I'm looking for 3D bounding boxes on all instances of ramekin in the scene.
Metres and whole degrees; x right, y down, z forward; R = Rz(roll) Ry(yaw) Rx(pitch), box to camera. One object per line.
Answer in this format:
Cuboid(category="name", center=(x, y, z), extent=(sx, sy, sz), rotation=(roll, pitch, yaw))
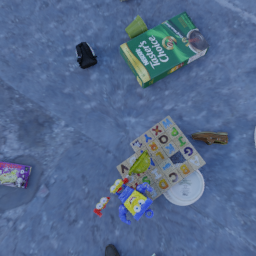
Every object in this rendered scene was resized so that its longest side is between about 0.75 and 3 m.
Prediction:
Cuboid(category="ramekin", center=(1.900, 1.908, 9.572), extent=(1.477, 0.775, 1.477), rotation=(0, 78, 0))

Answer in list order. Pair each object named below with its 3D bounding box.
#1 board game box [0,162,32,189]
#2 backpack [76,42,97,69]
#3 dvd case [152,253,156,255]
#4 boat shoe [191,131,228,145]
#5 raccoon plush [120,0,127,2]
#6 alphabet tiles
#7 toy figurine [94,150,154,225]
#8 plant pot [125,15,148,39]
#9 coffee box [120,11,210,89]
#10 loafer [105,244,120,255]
Cuboid(category="board game box", center=(-4.179, 1.655, 9.938), extent=(1.333, 0.215, 0.800), rotation=(8, 74, 2))
Cuboid(category="backpack", center=(-1.645, -2.780, 10.699), extent=(0.784, 0.594, 0.939), rotation=(-22, 81, -8))
Cuboid(category="dvd case", center=(1.164, 5.922, 8.914), extent=(2.165, 0.326, 2.965), rotation=(-43, 79, -9))
Cuboid(category="boat shoe", center=(2.950, 0.385, 10.059), extent=(1.333, 0.480, 0.453), rotation=(-1, 77, 0))
Cuboid(category="raccoon plush", center=(-0.079, -5.658, 11.507), extent=(0.771, 0.556, 1.150), rotation=(-18, 50, 9))
Cuboid(category="alphabet tiles", center=(0.930, 1.099, 9.590), extent=(2.610, 0.098, 2.182), rotation=(-36, 60, 5))
Cuboid(category="toy figurine", center=(0.310, 2.128, 8.848), extent=(1.509, 1.329, 2.520), rotation=(39, 81, 13))
Cuboid(category="plant pot", center=(0.294, -3.872, 10.944), extent=(0.721, 0.759, 0.759), rotation=(-34, 79, 6))
Cuboid(category="coffee box", center=(1.381, -2.988, 10.709), extent=(2.977, 0.655, 1.831), rotation=(-29, 79, -6))
Cuboid(category="loafer", center=(-0.481, 4.517, 9.017), extent=(0.542, 0.538, 1.488), rotation=(-18, 63, 4))
